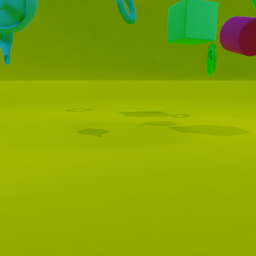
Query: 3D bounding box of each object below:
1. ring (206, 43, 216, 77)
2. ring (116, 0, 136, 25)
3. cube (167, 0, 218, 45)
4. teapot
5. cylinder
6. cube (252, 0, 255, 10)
[{"bbox_3d":[2.829,-2.291,9.483,0.219,1.097,1.097,6,12,21],"label":"ring"},{"bbox_3d":[-0.065,-4.606,10.600,0.271,1.354,1.354,-12,5,26],"label":"ring"},{"bbox_3d":[2.183,-3.595,9.638,1.235,1.235,1.235,-1,9,-20],"label":"cube"},{"bbox_3d":[-2.136,-2.100,4.691,1.223,1.967,0.963,-6,32,-20],"label":"teapot"},{"bbox_3d":[2.834,-2.254,6.850,0.863,0.863,0.863,-3,24,-14],"label":"cylinder"},{"bbox_3d":[3.796,-2.906,6.542,1.021,1.021,1.021,-16,-9,-20],"label":"cube"}]
